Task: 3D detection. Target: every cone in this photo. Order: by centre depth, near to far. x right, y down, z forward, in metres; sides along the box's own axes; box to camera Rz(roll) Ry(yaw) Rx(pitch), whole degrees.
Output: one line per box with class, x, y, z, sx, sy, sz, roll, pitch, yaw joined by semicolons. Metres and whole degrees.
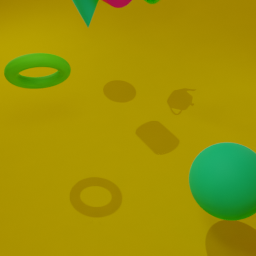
cone;-1.236;-3.569;8.316;1.120;1.124;1.120;-2;20;1

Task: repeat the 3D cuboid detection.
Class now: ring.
ring;-1.746;-1.085;5.473;1.250;1.250;0.250;-10;78;-9

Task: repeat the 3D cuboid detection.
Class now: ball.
ball;1.820;0.958;5.109;1.392;1.392;1.392;0;48;0

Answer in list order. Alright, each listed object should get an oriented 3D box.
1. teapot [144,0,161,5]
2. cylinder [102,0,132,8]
teapot;0.761;-3.999;7.722;0.777;0.987;1.587;-5;33;41
cylinder;-0.382;-3.322;6.350;0.899;0.899;0.899;-28;52;-23
